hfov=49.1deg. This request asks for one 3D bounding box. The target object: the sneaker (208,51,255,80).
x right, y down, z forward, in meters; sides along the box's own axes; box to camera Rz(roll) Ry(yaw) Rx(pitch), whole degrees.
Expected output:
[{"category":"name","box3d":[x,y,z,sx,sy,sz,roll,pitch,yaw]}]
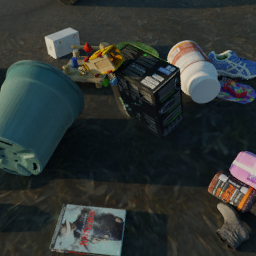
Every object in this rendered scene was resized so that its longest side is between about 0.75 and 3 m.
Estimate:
[{"category":"sneaker","box3d":[4.684,-2.787,12.318,2.621,1.009,0.992,2,41,0]}]

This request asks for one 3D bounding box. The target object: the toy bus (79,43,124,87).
[{"category":"toy bus","box3d":[-0.752,-2.005,8.364,1.328,1.253,0.686,30,59,11]}]

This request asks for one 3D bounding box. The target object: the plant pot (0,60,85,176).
[{"category":"plant pot","box3d":[-3.028,-0.173,8.508,2.699,2.699,2.643,9,51,10]}]

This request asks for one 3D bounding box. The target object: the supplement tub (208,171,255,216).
[{"category":"supplement tub","box3d":[2.932,1.784,7.604,1.349,0.721,0.721,30,50,29]}]

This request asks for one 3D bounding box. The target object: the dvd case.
[{"category":"dvd case","box3d":[-0.965,2.591,7.132,1.720,0.189,1.256,4,43,6]}]

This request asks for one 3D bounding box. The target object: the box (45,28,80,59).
[{"category":"box","box3d":[-3.217,-4.228,13.914,1.502,0.934,0.732,-34,53,-31]}]

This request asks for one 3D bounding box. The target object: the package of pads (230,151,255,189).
[{"category":"package of pads","box3d":[3.943,1.431,7.553,2.204,0.834,1.328,30,11,27]}]

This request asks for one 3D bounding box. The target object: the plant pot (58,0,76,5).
[{"category":"plant pot","box3d":[-4.113,-9.551,18.935,2.400,2.400,2.083,-1,61,-1]}]

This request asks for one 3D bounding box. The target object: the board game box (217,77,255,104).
[{"category":"board game box","box3d":[4.409,-1.636,11.571,1.730,0.337,1.367,16,45,17]}]

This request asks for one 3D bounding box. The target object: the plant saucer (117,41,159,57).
[{"category":"plant saucer","box3d":[0.428,-3.545,13.451,2.078,0.323,2.078,8,41,-7]}]

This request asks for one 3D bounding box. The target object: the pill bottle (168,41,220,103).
[{"category":"pill bottle","box3d":[2.682,-2.278,11.397,1.522,1.522,2.714,-7,44,-7]}]

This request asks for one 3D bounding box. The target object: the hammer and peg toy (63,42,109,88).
[{"category":"hammer and peg toy","box3d":[-1.756,-2.834,12.441,1.943,0.931,2.642,5,43,8]}]

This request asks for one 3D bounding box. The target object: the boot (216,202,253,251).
[{"category":"boot","box3d":[2.515,2.466,7.143,0.750,0.398,1.139,-25,44,-17]}]

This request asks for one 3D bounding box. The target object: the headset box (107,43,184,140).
[{"category":"headset box","box3d":[0.617,-1.129,9.452,1.218,2.627,2.287,-42,55,-17]}]
